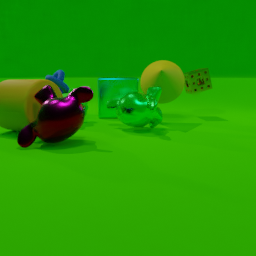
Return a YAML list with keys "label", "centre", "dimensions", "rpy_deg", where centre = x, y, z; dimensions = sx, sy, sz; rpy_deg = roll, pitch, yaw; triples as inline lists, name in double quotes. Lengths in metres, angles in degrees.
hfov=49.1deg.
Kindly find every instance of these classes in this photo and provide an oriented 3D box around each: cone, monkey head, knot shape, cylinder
- label: "cone"
  centre: [1.004, -1.522, 8.287]
  dimensions: [1.401, 1.401, 1.406]
  rpy_deg: [2, -4, 8]
- label: "monkey head"
  centre: [0.338, -0.664, 7.607]
  dimensions: [1.906, 1.371, 1.149]
  rpy_deg: [7, -15, 47]
- label: "monkey head"
  centre: [-1.605, -0.367, 6.093]
  dimensions: [1.870, 1.345, 1.127]
  rpy_deg: [-37, -1, -1]
- label: "knot shape"
  centre: [-2.563, -1.515, 10.307]
  dimensions: [0.705, 1.527, 1.429]
  rpy_deg: [-16, 51, -11]
- label: "monkey head"
  centre: [-1.727, -0.811, 8.681]
  dimensions: [0.953, 1.138, 1.582]
  rpy_deg: [19, -30, -23]
- label: "cylinder"
  centre: [-2.588, -0.573, 7.246]
  dimensions: [1.342, 1.342, 1.342]
  rpy_deg: [5, 12, 29]

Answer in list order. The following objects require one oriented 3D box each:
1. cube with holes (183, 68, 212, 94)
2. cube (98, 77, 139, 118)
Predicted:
- label: "cube with holes"
  centre: [2.399, -1.642, 9.787]
  dimensions: [0.718, 0.718, 0.718]
  rpy_deg: [-17, 13, -4]
- label: "cube"
  centre: [-0.359, -1.123, 10.068]
  dimensions: [1.367, 1.367, 1.367]
  rpy_deg: [-1, 11, -3]
